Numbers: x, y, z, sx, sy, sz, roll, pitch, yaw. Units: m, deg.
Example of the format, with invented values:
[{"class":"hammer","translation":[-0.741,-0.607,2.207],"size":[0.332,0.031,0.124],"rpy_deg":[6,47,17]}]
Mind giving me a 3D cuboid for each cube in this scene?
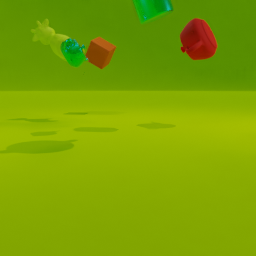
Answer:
[{"class":"cube","translation":[-1.164,-3.166,11.803],"size":[0.889,0.889,0.889],"rpy_deg":[30,32,1]}]

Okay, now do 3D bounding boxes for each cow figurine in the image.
[{"class":"cow figurine","translation":[-2.337,-2.833,9.205],"size":[1.551,0.865,1.577],"rpy_deg":[33,3,-36]}]

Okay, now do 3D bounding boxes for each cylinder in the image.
[{"class":"cylinder","translation":[0.561,-3.089,6.768],"size":[0.867,0.867,0.867],"rpy_deg":[-21,12,4]}]

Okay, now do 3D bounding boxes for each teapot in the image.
[{"class":"teapot","translation":[1.935,-2.458,7.949],"size":[0.920,1.169,1.880],"rpy_deg":[-25,18,32]},{"class":"teapot","translation":[-1.227,-1.765,6.573],"size":[0.527,0.669,1.077],"rpy_deg":[-30,-18,2]}]
